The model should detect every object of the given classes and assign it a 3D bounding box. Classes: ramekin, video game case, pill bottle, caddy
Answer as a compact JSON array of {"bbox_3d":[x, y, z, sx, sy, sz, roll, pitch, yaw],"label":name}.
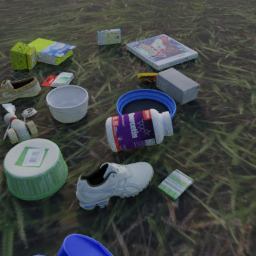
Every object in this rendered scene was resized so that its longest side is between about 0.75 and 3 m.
[{"bbox_3d":[-2.219,-0.866,10.498,1.525,0.800,1.525,0,41,0],"label":"ramekin"},{"bbox_3d":[1.719,-4.017,14.535,2.572,0.324,2.822,-23,45,-25],"label":"video game case"},{"bbox_3d":[-2.691,1.117,8.129,1.762,0.861,1.762,0,41,0],"label":"ramekin"},{"bbox_3d":[0.364,0.045,8.878,1.999,1.124,1.124,-12,41,4],"label":"pill bottle"},{"bbox_3d":[-0.909,3.365,5.143,2.700,1.417,1.909,33,29,30],"label":"caddy"}]

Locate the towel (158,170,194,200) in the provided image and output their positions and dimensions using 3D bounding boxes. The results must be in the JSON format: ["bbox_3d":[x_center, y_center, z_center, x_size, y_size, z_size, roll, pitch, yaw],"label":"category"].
[{"bbox_3d":[1.382,1.639,8.122,0.670,0.138,0.898,31,52,34],"label":"towel"}]

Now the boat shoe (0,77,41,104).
[{"bbox_3d":[-4.750,-1.577,11.351,2.284,0.758,0.845,-18,44,-20],"label":"boat shoe"}]

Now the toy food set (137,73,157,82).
[{"bbox_3d":[0.967,-2.208,12.357,1.128,0.369,0.664,1,20,11],"label":"toy food set"}]

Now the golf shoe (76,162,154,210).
[{"bbox_3d":[-0.281,1.358,7.657,2.357,1.146,0.923,-21,44,-25],"label":"golf shoe"}]

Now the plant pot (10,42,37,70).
[{"bbox_3d":[-4.887,-3.369,13.298,0.922,1.016,1.011,9,41,1],"label":"plant pot"}]

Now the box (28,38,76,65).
[{"bbox_3d":[-3.964,-3.861,14.160,2.375,0.566,1.448,17,43,18],"label":"box"}]

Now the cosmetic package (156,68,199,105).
[{"bbox_3d":[2.030,-1.757,11.612,0.902,0.762,1.690,-22,48,-23],"label":"cosmetic package"}]

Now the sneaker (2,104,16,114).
[{"bbox_3d":[-4.454,-0.686,10.645,0.393,0.345,0.980,-24,45,-29],"label":"sneaker"}]

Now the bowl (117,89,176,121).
[{"bbox_3d":[0.680,-0.692,10.575,2.220,0.436,2.220,0,41,0],"label":"bowl"}]

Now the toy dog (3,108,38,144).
[{"bbox_3d":[-3.645,0.129,9.496,1.251,0.914,1.897,-13,27,-10],"label":"toy dog"}]

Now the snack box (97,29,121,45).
[{"bbox_3d":[-1.028,-4.983,15.350,1.251,0.727,0.232,-10,42,-12],"label":"snack box"}]

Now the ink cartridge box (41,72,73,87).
[{"bbox_3d":[-3.139,-2.160,12.420,1.158,0.290,0.932,9,41,8],"label":"ink cartridge box"}]
